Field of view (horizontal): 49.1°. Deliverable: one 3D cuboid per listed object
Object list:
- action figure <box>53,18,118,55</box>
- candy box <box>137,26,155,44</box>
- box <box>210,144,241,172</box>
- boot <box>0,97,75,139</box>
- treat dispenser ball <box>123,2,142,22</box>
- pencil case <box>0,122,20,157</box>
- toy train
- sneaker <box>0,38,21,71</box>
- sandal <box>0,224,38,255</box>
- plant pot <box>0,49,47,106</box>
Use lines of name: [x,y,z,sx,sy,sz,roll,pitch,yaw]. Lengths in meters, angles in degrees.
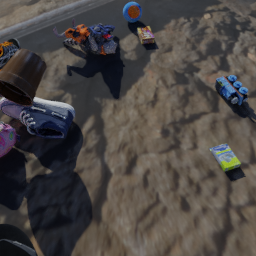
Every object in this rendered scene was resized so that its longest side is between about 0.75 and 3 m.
action figure: [-1.646,-4.150,12.931,2.675,1.446,2.765,26,29,12]
candy box: [0.854,-4.504,13.565,0.624,0.302,1.070,-8,49,-6]
box: [3.107,0.900,9.011,0.574,0.224,0.941,-15,52,-13]
boot: [-3.265,-0.366,9.563,2.718,0.989,1.228,6,44,4]
treat dispenser ball: [0.228,-5.945,14.378,0.971,0.971,0.971,0,50,0]
pencil case: [-4.901,-0.088,9.092,2.689,1.176,1.176,27,54,14]
toy train: [3.991,-1.457,10.811,0.792,0.601,1.386,-21,54,-6]
sneaker: [-5.373,-3.316,12.183,0.888,0.877,2.270,4,48,6]
sandal: [-2.611,3.261,6.742,2.793,0.598,1.062,32,57,25]
plant pot: [-3.298,-1.616,8.742,1.381,1.381,1.367,16,66,13]
